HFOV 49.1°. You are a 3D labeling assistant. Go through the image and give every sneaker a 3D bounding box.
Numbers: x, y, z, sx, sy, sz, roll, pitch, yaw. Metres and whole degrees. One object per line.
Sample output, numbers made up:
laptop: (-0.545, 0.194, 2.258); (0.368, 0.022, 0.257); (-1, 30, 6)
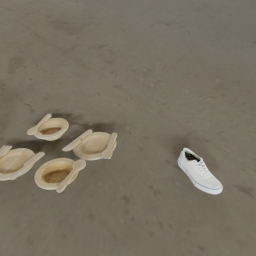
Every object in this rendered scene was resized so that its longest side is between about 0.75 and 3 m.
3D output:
sneaker: (1.645, 0.979, 6.565); (0.509, 0.493, 1.393); (-19, 37, -25)

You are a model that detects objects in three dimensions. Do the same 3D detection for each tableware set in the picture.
tableware set: (-1.845, 0.569, 6.944); (2.939, 0.341, 2.455); (11, 38, 25)
